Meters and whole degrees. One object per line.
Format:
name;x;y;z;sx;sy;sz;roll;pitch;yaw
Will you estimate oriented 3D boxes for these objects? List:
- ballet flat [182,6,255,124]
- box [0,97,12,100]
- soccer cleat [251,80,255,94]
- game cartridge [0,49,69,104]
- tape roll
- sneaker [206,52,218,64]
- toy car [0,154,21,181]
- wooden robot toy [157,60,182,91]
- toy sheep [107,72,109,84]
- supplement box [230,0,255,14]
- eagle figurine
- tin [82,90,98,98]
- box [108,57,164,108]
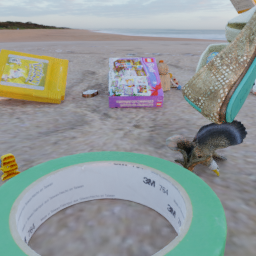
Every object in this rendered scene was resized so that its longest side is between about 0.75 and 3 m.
ballet flat;1.691;-1.223;4.117;0.876;0.946;2.684;28;63;31
box;-4.653;-1.722;10.613;1.323;0.924;1.737;-11;23;-27
soccer cleat;5.157;-1.455;10.401;0.843;0.679;1.980;-23;29;-3
game cartridge;-3.346;-1.822;9.742;2.389;0.388;2.106;5;51;-12
tape roll;-0.285;1.132;3.344;2.738;0.658;2.738;0;20;0
sneaker;3.835;-2.323;11.404;0.916;1.503;2.302;-8;22;-23
toy car;-2.877;0.609;4.839;1.781;0.593;0.874;-11;23;-26
wooden robot toy;1.113;-2.099;11.202;2.703;1.226;1.191;-15;25;-35
toy sheep;-0.374;-2.053;11.455;1.033;1.033;1.498;4;7;11
supplement box;2.092;-2.900;5.080;0.834;1.323;0.486;-51;26;-8
eagle figurine;1.429;0.402;5.117;1.012;1.007;1.334;6;30;44
tin;-1.431;-1.309;10.630;0.453;0.169;0.809;3;20;21
box;0.208;-1.666;9.858;1.766;0.505;2.581;-1;41;-2
